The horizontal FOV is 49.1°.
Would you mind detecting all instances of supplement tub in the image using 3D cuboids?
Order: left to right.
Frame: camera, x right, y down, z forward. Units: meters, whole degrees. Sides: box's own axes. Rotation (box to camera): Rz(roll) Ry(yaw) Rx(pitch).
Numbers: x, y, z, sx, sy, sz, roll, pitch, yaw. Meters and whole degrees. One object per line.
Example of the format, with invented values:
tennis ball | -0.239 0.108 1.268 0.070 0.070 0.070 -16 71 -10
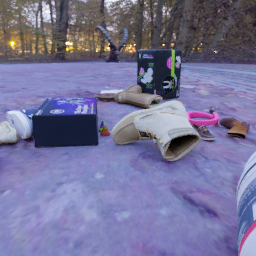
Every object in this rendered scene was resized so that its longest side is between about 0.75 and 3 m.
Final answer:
supplement tub | 2.313 1.220 3.535 1.759 1.759 2.506 6 18 19

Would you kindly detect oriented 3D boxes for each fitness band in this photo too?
fitness band | 2.988 -0.384 11.393 1.336 0.348 1.860 3 16 10

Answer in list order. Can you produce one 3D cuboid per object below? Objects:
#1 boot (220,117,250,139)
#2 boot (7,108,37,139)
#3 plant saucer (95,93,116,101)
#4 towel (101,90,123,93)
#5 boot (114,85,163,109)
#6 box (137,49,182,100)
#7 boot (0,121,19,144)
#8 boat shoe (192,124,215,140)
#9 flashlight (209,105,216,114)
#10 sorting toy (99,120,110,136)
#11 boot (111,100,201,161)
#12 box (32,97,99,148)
boot | 3.753 0.047 10.108 1.118 0.407 1.188 20 30 25
boot | -3.539 -0.303 10.093 1.118 0.900 2.475 -17 22 -30
plant saucer | -1.129 -1.776 16.149 1.510 0.276 1.510 -1 17 0
towel | -0.946 -2.181 17.560 1.529 0.246 1.460 -3 17 -6
boot | 0.801 -1.633 14.887 2.453 0.811 2.148 13 34 40
box | 1.804 -3.180 16.427 2.065 2.781 1.729 -11 20 -32
boot | -4.370 0.218 9.058 1.190 0.557 1.531 -14 25 -38
boat shoe | 2.547 0.113 9.595 0.414 0.413 1.147 -6 18 -20
flashlight | 3.949 -0.877 13.142 0.281 0.282 0.830 7 17 23
sorting toy | -0.878 -0.036 10.180 0.376 0.373 1.084 -3 18 -11
boot | 0.720 0.247 8.185 2.457 0.894 1.910 -20 35 5
box | -2.070 -0.313 9.887 1.995 1.115 2.827 -5 17 -6
